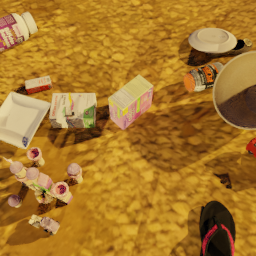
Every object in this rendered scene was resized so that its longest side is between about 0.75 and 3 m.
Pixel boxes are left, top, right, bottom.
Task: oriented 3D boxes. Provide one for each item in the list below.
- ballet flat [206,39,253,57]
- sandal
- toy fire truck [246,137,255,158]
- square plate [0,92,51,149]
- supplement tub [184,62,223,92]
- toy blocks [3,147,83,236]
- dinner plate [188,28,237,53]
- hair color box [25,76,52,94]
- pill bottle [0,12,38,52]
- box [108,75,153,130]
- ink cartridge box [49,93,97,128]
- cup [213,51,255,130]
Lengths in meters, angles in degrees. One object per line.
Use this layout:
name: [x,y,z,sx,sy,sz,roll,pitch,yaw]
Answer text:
ballet flat: [3.990,-3.184,10.907,1.919,0.445,0.647,-10,59,-5]
sandal: [2.320,3.170,7.250,0.988,0.593,2.632,12,61,6]
toy fire truck: [4.560,0.801,8.455,1.212,0.419,1.719,-31,64,-35]
square plate: [-3.589,-0.270,9.235,1.711,0.246,1.728,16,68,18]
supplement tub: [2.702,-1.772,9.907,1.326,0.812,0.812,-19,62,-10]
toy blocks: [-2.394,1.544,7.579,1.797,1.618,1.923,21,63,11]
dinner plate: [3.328,-3.528,11.009,1.852,0.225,1.852,-2,48,2]
hair color box: [-3.214,-1.564,10.090,0.883,0.270,0.448,-15,57,-8]
pill bottle: [-4.586,-3.761,10.874,1.936,1.087,1.087,-31,65,-16]
box: [0.102,-0.825,9.142,1.374,1.209,0.664,-40,68,-20]
ink cartridge box: [-1.815,-0.593,9.357,1.445,0.607,1.047,0,61,0]
cup: [4.105,-1.045,8.811,2.329,1.666,2.329,-5,83,39]
